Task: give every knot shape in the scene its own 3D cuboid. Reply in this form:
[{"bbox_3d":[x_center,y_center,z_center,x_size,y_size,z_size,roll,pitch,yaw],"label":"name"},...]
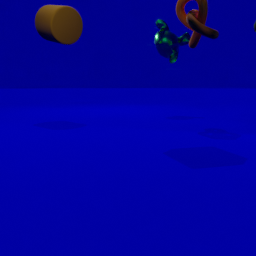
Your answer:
[{"bbox_3d":[2.071,-3.062,8.248,0.774,1.674,1.567,-23,40,5],"label":"knot shape"}]

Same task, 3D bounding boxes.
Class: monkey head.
[{"bbox_3d":[1.874,-3.622,11.748,1.433,1.991,1.200,-22,-10,22],"label":"monkey head"}]

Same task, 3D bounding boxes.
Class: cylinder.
[{"bbox_3d":[-2.490,-3.723,10.084,1.276,1.276,1.276,-8,25,-42],"label":"cylinder"}]

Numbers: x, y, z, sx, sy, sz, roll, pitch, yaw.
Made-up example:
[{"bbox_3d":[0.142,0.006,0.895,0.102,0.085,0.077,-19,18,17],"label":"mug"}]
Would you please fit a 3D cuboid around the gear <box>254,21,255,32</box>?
[{"bbox_3d":[4.279,-2.736,7.016,1.995,1.995,0.369,2,-3,14],"label":"gear"}]
